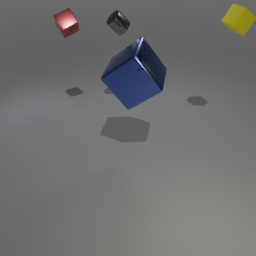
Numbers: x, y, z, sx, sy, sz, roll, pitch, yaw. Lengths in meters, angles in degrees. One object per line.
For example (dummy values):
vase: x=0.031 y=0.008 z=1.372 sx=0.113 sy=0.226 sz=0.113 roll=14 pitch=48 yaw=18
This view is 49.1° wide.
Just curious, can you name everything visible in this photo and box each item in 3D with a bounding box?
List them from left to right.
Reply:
cube: x=-2.435 y=-4.165 z=11.147 sx=0.700 sy=0.700 sz=0.700 roll=-32 pitch=-3 yaw=-11
cylinder: x=-0.385 y=-4.203 z=11.216 sx=0.700 sy=0.700 sz=0.700 roll=-31 pitch=41 yaw=31
cube: x=0.231 y=-1.720 z=8.901 sx=1.400 sy=1.400 sz=1.400 roll=-27 pitch=29 yaw=32
cube: x=3.894 y=-3.815 z=9.864 sx=0.700 sy=0.700 sz=0.700 roll=20 pitch=24 yaw=-34
